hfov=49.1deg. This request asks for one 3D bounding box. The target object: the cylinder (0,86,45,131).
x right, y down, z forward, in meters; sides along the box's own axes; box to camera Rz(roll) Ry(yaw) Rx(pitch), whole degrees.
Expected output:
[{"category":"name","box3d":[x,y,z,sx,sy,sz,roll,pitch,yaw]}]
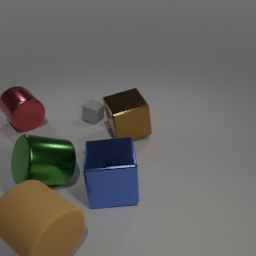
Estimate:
[{"category":"cylinder","box3d":[-4.333,-0.808,11.466,1.400,1.400,1.400,-22,43,-33]}]

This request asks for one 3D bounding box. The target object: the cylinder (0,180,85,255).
[{"category":"cylinder","box3d":[-1.906,2.043,6.028,1.400,1.400,1.400,24,38,31]}]

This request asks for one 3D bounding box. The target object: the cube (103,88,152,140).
[{"category":"cube","box3d":[-0.027,-0.467,10.703,1.400,1.400,1.400,-17,39,-10]}]

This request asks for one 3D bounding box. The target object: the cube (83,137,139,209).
[{"category":"cube","box3d":[-0.470,1.254,8.014,1.400,1.400,1.400,-5,31,-3]}]

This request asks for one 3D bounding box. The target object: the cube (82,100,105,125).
[{"category":"cube","box3d":[-1.479,-0.689,12.000,0.700,0.700,0.700,21,36,17]}]

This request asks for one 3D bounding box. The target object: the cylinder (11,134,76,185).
[{"category":"cylinder","box3d":[-2.462,0.949,8.158,1.400,1.400,1.400,10,19,-41]}]
